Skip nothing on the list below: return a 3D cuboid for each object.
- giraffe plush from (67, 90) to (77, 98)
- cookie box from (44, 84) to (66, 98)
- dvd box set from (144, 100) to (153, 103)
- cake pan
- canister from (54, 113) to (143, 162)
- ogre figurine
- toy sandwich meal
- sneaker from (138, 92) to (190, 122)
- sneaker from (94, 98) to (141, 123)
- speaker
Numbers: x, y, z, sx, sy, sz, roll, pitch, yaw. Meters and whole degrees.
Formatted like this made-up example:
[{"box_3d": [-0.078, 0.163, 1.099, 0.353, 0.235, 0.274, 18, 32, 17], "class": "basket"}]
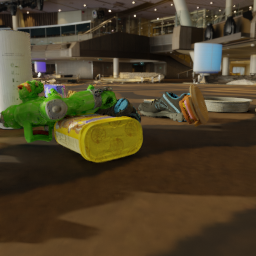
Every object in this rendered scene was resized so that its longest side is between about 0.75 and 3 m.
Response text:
[{"box_3d": [-2.003, -0.986, 10.548, 0.912, 0.857, 1.057, 7, 13, 31], "class": "giraffe plush"}, {"box_3d": [-3.213, -1.409, 12.404, 0.445, 1.013, 1.184, -14, 17, -39], "class": "cookie box"}, {"box_3d": [1.719, -1.219, 13.420, 1.663, 0.244, 1.216, -2, 10, -13], "class": "dvd box set"}, {"box_3d": [3.828, -0.988, 11.574, 2.415, 0.443, 2.415, 1, 10, 0], "class": "cake pan"}, {"box_3d": [-0.631, 0.105, 5.278, 1.142, 0.666, 1.538, -11, 12, -32], "class": "canister"}, {"box_3d": [-1.615, -0.383, 5.970, 2.517, 1.235, 1.509, 14, 18, 27], "class": "ogre figurine"}, {"box_3d": [1.879, -0.605, 7.927, 0.451, 1.318, 1.318, -19, 1, 27], "class": "toy sandwich meal"}, {"box_3d": [1.260, -0.776, 9.358, 2.184, 0.895, 0.800, 9, 15, 43], "class": "sneaker"}, {"box_3d": [-0.499, -0.177, 7.145, 1.839, 0.673, 0.753, -9, -40, 43], "class": "sneaker"}, {"box_3d": [-3.133, -1.309, 7.646, 1.045, 2.573, 1.045, -1, 11, 0], "class": "speaker"}]
